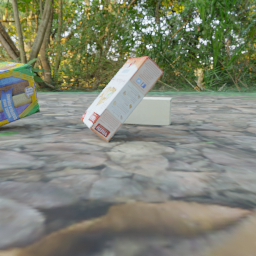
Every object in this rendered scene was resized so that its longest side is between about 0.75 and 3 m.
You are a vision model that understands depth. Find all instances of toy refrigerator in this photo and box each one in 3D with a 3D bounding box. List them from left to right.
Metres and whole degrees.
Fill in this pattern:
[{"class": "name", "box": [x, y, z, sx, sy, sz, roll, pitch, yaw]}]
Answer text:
[{"class": "toy refrigerator", "box": [0.320, -0.630, 9.853, 2.358, 0.895, 0.825, 2, 12, 12]}]

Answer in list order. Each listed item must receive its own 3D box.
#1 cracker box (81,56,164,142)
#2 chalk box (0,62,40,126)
[{"class": "cracker box", "box": [-0.229, -0.805, 7.257, 0.636, 2.206, 1.477, 39, -3, -21]}, {"class": "chalk box", "box": [-4.237, -0.945, 8.318, 1.584, 1.576, 2.546, 16, 30, 35]}]
